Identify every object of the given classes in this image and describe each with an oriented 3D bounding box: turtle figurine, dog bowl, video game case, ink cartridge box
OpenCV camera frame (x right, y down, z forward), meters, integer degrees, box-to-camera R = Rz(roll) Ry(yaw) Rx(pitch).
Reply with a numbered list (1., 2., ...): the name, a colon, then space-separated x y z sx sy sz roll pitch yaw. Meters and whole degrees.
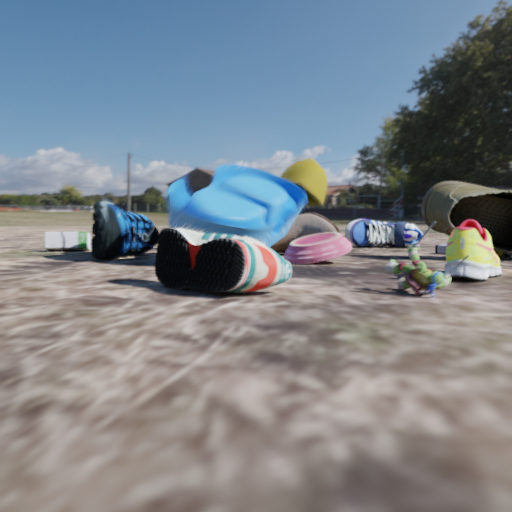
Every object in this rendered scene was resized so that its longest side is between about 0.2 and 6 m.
1. turtle figurine: 1.660 0.102 5.513 0.507 0.704 0.683 16 -12 -25
2. dog bowl: -0.314 -0.750 9.693 1.780 0.792 3.193 25 27 15
3. video game case: 4.671 -0.131 11.396 1.568 0.200 1.417 -4 5 -44
4. ink cartridge box: -4.165 -0.322 12.384 0.908 0.383 0.663 0 -5 -12

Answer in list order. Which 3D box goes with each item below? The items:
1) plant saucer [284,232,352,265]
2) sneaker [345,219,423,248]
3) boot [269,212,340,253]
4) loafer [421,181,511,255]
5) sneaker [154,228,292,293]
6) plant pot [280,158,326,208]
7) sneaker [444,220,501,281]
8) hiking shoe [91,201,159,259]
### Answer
1. plant saucer: 0.996 -0.151 9.243 1.132 0.287 1.132 -12 11 2
2. sneaker: 3.189 -0.548 13.541 1.806 0.728 1.322 4 -3 -39
3. boot: 0.223 -0.333 10.991 1.784 0.857 2.440 -10 8 -31
4. loafer: 4.739 -0.531 9.764 3.561 1.354 1.201 5 18 10
5. sneaker: -0.386 0.087 5.930 0.858 0.646 1.836 9 -1 -37
6. plant pot: 1.089 -1.695 12.621 0.839 0.864 0.844 38 -26 -32
7. sneaker: 2.729 -0.088 7.018 0.629 0.727 1.610 0 2 24
8. hiking shoe: -2.446 -0.503 10.640 1.225 1.051 2.824 3 6 -11
